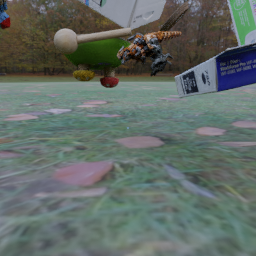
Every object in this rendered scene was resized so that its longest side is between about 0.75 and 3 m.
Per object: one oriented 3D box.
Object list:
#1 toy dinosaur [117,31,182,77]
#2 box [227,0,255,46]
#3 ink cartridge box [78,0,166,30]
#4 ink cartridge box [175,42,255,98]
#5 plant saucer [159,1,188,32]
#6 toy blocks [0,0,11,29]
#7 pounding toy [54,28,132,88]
[{"bbox_3d":[0.453,-1.592,5.608,1.299,0.882,0.664,-30,-10,21],"label":"toy dinosaur"},{"bbox_3d":[3.914,-2.651,7.541,2.203,2.497,1.207,-21,7,-43],"label":"box"},{"bbox_3d":[-0.372,-3.487,6.695,2.375,0.997,1.720,35,42,12],"label":"ink cartridge box"},{"bbox_3d":[1.642,-0.877,4.365,1.279,0.504,2.572,-14,3,-1],"label":"ink cartridge box"},{"bbox_3d":[1.435,-3.362,8.659,0.180,1.223,1.223,44,13,-3],"label":"plant saucer"},{"bbox_3d":[-3.186,-2.927,5.811,1.083,1.481,2.166,-48,3,-21],"label":"toy blocks"},{"bbox_3d":[-0.801,-1.629,7.072,1.852,1.113,2.399,0,2,-2],"label":"pounding toy"}]
